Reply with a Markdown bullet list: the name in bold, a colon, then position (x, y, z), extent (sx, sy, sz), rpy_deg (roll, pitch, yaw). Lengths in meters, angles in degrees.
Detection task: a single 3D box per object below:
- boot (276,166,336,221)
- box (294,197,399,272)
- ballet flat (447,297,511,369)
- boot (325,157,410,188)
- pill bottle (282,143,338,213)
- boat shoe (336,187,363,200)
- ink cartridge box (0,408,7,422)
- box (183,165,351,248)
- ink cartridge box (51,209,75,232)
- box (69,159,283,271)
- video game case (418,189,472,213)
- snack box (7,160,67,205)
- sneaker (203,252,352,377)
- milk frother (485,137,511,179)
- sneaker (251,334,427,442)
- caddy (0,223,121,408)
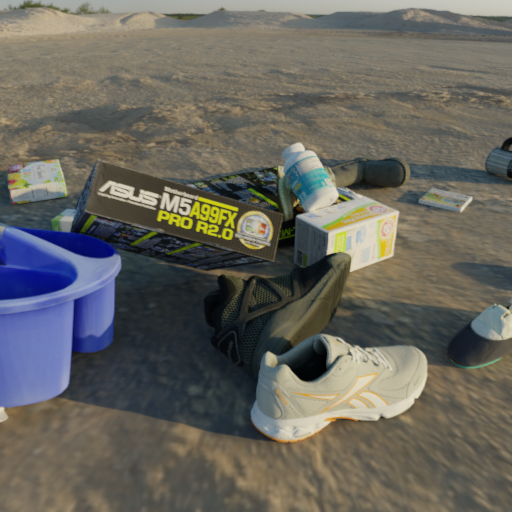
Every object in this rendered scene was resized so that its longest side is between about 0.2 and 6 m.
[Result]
- **boot**: position (1.067, -1.363, 11.854), extent (1.258, 0.586, 1.627), rpy_deg (0, 42, 1)
- **box**: position (1.812, -0.387, 11.262), extent (1.926, 1.083, 0.976), rpy_deg (-17, 32, -31)
- **ballet flat**: position (3.948, 1.052, 8.846), extent (2.292, 0.837, 0.837), rpy_deg (-14, 31, -25)
- **boot**: position (2.451, -2.065, 14.691), extent (2.431, 0.882, 2.210), rpy_deg (-12, 15, -35)
- **pill bottle**: position (1.029, -1.588, 11.299), extent (0.751, 0.751, 1.355), rpy_deg (-19, 73, -31)
- **boat shoe**: position (2.342, -1.244, 13.409), extent (0.671, 0.681, 1.921), rpy_deg (-13, 24, -18)
- **ink cartridge box**: position (-3.822, 1.954, 7.605), extent (0.554, 0.324, 0.955), rpy_deg (-23, 36, -34)
- **box**: position (0.198, -1.182, 13.167), extent (3.096, 0.762, 3.206), rpy_deg (-13, 30, -28)
- **ink cartridge box**: position (-3.977, -0.733, 12.631), extent (0.967, 0.408, 0.706), rpy_deg (6, 27, 12)
- **box**: position (-1.489, -0.476, 9.096), extent (2.737, 0.756, 3.417), rpy_deg (15, -9, -19)
- **video game case**: position (4.825, -1.424, 14.284), extent (1.071, 0.123, 0.974), rpy_deg (18, 33, 29)
- **snack box**: position (-5.868, -2.005, 14.960), extent (1.369, 0.510, 1.925), rpy_deg (-11, 30, -20)
- **sneaker**: position (0.344, 0.634, 9.156), extent (1.833, 1.223, 3.200), rpy_deg (22, 40, 25)
- **milk frother**: position (7.444, -2.599, 15.850), extent (1.290, 1.164, 1.213), rpy_deg (28, 6, -42)
- **sneaker**: position (1.219, 1.536, 7.446), extent (2.660, 1.223, 1.007), rpy_deg (-12, 31, -23)
- **caddy**: position (-3.988, 0.472, 8.153), extent (4.093, 2.149, 2.894), rpy_deg (6, 20, 12)
